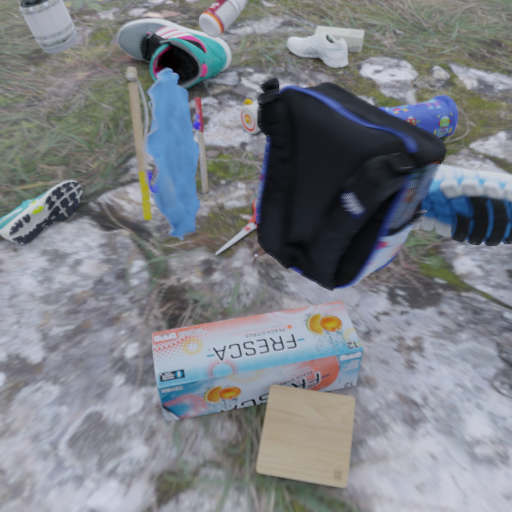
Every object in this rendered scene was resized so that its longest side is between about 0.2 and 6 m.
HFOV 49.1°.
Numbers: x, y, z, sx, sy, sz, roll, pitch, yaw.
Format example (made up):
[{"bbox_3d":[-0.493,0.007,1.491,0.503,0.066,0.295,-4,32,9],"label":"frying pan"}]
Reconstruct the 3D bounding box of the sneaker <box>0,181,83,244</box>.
[{"bbox_3d":[-4.002,-0.912,10.365,0.692,0.673,1.736,23,48,33],"label":"sneaker"}]

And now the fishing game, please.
[{"bbox_3d":[-1.113,-1.257,7.251,0.476,2.191,3.060,-3,13,8],"label":"fishing game"}]

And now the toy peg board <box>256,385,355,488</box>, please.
[{"bbox_3d":[0.649,2.338,7.184,1.105,0.540,1.100,7,60,9],"label":"toy peg board"}]

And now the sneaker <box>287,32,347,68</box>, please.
[{"bbox_3d":[1.688,-5.761,15.253,1.904,0.763,0.670,27,52,26],"label":"sneaker"}]

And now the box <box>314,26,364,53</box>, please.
[{"bbox_3d":[2.328,-6.111,15.809,1.349,0.461,0.554,10,45,11],"label":"box"}]

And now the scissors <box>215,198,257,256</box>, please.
[{"bbox_3d":[-0.032,-0.527,10.299,0.697,0.133,1.906,20,46,17],"label":"scissors"}]

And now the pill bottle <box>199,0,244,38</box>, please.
[{"bbox_3d":[-0.613,-4.407,10.193,0.464,0.464,0.848,28,68,26],"label":"pill bottle"}]

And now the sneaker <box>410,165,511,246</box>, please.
[{"bbox_3d":[2.618,-0.984,8.084,2.993,1.122,1.297,8,47,27],"label":"sneaker"}]

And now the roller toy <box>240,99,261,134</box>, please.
[{"bbox_3d":[-0.029,-3.108,12.562,0.505,0.722,0.659,-31,62,-28],"label":"roller toy"}]

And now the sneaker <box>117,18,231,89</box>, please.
[{"bbox_3d":[-2.421,-5.080,14.225,3.157,1.320,1.906,14,37,13],"label":"sneaker"}]

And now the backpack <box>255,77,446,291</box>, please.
[{"bbox_3d":[0.951,-0.745,6.441,1.669,2.063,2.166,-12,41,-46],"label":"backpack"}]

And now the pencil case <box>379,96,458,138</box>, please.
[{"bbox_3d":[3.123,-2.885,12.175,2.357,0.920,1.024,-11,30,-11],"label":"pencil case"}]

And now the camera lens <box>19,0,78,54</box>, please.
[{"bbox_3d":[-3.149,-3.578,8.519,0.626,0.783,0.626,-9,46,10],"label":"camera lens"}]

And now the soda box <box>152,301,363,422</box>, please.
[{"bbox_3d":[0.012,1.438,7.743,2.769,0.880,0.947,-9,45,-8],"label":"soda box"}]
